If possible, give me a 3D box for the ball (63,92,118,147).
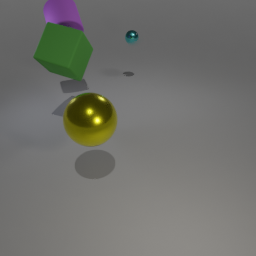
[{"bbox_3d":[-0.968,-0.215,7.237,1.400,1.400,1.400,0,33,0],"label":"ball"}]

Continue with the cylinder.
[{"bbox_3d":[-2.674,-4.433,11.618,1.400,1.400,1.400,-12,67,-18],"label":"cylinder"}]

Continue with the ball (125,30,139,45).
[{"bbox_3d":[0.198,-4.599,14.213,0.700,0.700,0.700,0,33,0],"label":"ball"}]

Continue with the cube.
[{"bbox_3d":[-2.288,-2.726,10.157,1.400,1.400,1.400,18,-6,11],"label":"cube"}]
